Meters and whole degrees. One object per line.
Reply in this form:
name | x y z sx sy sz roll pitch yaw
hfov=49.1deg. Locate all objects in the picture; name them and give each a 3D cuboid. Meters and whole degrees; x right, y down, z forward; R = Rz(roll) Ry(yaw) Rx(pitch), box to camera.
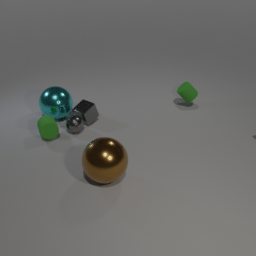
cylinder | -3.033 -0.027 10.603 0.700 0.700 0.700 -13 31 -20
ball | -0.691 0.967 8.458 1.400 1.400 1.400 0 31 0
ball | -2.089 -0.156 10.966 0.700 0.700 0.700 0 31 0
ball | -3.042 -1.065 11.848 1.400 1.400 1.400 0 31 0
cylinder | 2.712 -1.640 12.791 0.700 0.700 0.700 -41 20 18
cube | -1.742 -0.644 11.593 0.700 0.700 0.700 22 56 32
